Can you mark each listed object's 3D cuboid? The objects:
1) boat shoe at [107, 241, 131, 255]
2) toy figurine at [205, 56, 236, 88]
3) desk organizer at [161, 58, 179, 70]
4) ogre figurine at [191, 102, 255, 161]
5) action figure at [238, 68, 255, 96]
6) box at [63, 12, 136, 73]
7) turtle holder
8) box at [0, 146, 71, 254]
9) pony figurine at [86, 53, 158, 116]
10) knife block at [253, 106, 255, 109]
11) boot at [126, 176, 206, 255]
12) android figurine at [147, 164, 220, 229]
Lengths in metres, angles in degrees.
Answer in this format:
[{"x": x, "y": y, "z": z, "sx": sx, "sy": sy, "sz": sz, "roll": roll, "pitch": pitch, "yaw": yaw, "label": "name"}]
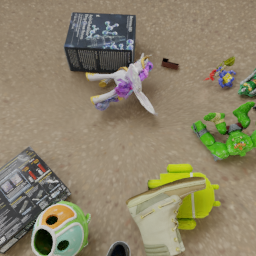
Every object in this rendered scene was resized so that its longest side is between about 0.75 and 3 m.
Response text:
[{"x": -0.457, "y": 4.695, "z": 8.037, "sx": 0.983, "sy": 0.931, "sz": 2.812, "roll": 14, "pitch": 62, "yaw": 7, "label": "boat shoe"}, {"x": 4.220, "y": -2.236, "z": 12.175, "sx": 1.633, "sy": 0.862, "sz": 0.979, "roll": -43, "pitch": 98, "yaw": -21, "label": "toy figurine"}, {"x": 1.903, "y": -2.884, "z": 12.576, "sx": 0.775, "sy": 0.299, "sz": 0.278, "roll": 16, "pitch": 62, "yaw": 8, "label": "desk organizer"}, {"x": 3.959, "y": 0.135, "z": 10.263, "sx": 2.858, "sy": 1.402, "sz": 1.714, "roll": -14, "pitch": 72, "yaw": 1, "label": "ogre figurine"}, {"x": 5.588, "y": -2.021, "z": 11.955, "sx": 2.317, "sy": 0.634, "sz": 1.369, "roll": -33, "pitch": 67, "yaw": -14, "label": "action figure"}, {"x": -1.123, "y": -3.723, "z": 12.327, "sx": 2.875, "sy": 1.539, "sz": 2.134, "roll": 3, "pitch": 61, "yaw": 2, "label": "box"}, {"x": -2.186, "y": 3.298, "z": 8.352, "sx": 1.602, "sy": 1.498, "sz": 2.109, "roll": 40, "pitch": 102, "yaw": 15, "label": "turtle holder"}, {"x": -3.751, "y": 2.323, "z": 9.467, "sx": 2.242, "sy": 0.708, "sz": 2.843, "roll": 41, "pitch": 69, "yaw": 20, "label": "box"}, {"x": -0.100, "y": -1.694, "z": 11.105, "sx": 2.816, "sy": 2.345, "sz": 2.718, "roll": -20, "pitch": 53, "yaw": 6, "label": "pony figurine"}, {"x": 6.230, "y": -0.901, "z": 11.259, "sx": 2.109, "sy": 0.675, "sz": 1.852, "roll": -15, "pitch": 63, "yaw": -7, "label": "knife block"}, {"x": 1.421, "y": 2.725, "z": 8.589, "sx": 2.609, "sy": 0.940, "sz": 2.018, "roll": -23, "pitch": 80, "yaw": 15, "label": "boot"}, {"x": 1.845, "y": 2.252, "z": 9.376, "sx": 2.373, "sy": 0.487, "sz": 2.160, "roll": -5, "pitch": 70, "yaw": 11, "label": "android figurine"}]
